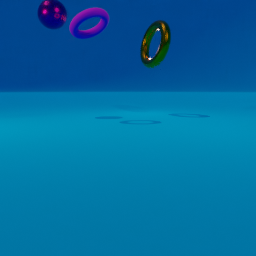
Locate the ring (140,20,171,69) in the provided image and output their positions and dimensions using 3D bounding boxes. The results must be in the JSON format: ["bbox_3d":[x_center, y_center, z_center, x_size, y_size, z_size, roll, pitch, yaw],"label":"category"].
[{"bbox_3d":[1.124,-3.503,11.766,0.402,2.011,2.011,7,4,-27],"label":"ring"}]

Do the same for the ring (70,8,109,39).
[{"bbox_3d":[-1.260,-3.417,9.214,1.366,0.273,1.366,-24,-10,-5],"label":"ring"}]

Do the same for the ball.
[{"bbox_3d":[-2.856,-4.296,10.595,1.093,1.093,1.093,0,8,0],"label":"ball"}]
